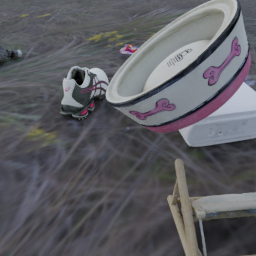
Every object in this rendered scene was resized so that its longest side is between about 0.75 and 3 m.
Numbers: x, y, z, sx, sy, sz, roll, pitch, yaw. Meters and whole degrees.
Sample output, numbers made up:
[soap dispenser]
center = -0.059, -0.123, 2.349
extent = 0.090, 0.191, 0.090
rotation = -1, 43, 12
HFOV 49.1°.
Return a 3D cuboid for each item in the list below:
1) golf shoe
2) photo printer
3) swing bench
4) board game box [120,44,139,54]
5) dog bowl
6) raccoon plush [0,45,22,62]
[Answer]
[golf shoe]
center = -1.168, -1.321, 8.154
extent = 1.012, 1.155, 2.622
rotation = 5, 34, 9
[photo printer]
center = 2.123, -0.746, 7.469
extent = 2.271, 0.948, 2.729
rotation = -7, 37, -10
[swing bench]
center = 1.698, 1.450, 4.258
extent = 1.821, 1.188, 1.831
rotation = -2, 41, -3
[board game box]
center = 0.165, -3.340, 11.777
extent = 1.038, 0.202, 0.820
rotation = 6, 36, 9
[dog bowl]
center = 0.852, -0.971, 4.702
extent = 2.510, 0.925, 2.510
rotation = -34, 24, 18
[raccoon plush]
center = -4.744, -2.696, 10.486
extent = 1.569, 0.759, 1.051
rotation = -15, 46, -21
